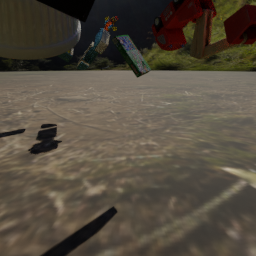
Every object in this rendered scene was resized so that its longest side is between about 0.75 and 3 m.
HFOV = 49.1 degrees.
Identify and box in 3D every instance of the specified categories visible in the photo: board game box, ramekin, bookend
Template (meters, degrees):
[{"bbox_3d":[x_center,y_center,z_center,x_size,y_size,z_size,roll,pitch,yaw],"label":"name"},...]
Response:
[{"bbox_3d":[0.082,-1.382,5.343,0.123,0.843,0.567,-33,3,30],"label":"board game box"},{"bbox_3d":[-2.570,-3.058,6.830,2.856,1.499,2.856,6,44,-6],"label":"ramekin"},{"bbox_3d":[-1.806,-2.613,3.616,2.368,1.098,2.383,32,16,12],"label":"bookend"}]

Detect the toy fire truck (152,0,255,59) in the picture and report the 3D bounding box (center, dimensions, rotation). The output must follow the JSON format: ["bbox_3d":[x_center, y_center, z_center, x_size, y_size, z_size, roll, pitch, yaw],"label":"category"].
[{"bbox_3d":[1.024,-1.435,3.964,0.416,1.204,1.707,-10,-13,-28],"label":"toy fire truck"}]

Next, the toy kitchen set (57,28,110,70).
[{"bbox_3d":[-1.600,-2.745,9.377,1.289,1.609,0.948,29,37,-23],"label":"toy kitchen set"}]

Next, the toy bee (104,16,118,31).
[{"bbox_3d":[-0.568,-3.797,10.142,0.481,0.580,0.885,-37,23,-15],"label":"toy bee"}]
